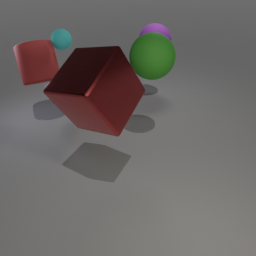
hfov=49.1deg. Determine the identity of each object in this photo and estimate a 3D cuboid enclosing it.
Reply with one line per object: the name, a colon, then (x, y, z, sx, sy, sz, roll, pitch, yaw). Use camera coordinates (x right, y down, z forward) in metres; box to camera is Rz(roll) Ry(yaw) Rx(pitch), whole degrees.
cylinder: (-3.316, -2.390, 10.322, 1.400, 1.400, 1.400, -11, 10, 2)
ball: (0.736, -2.167, 8.485, 1.400, 1.400, 1.400, 0, 30, 0)
ball: (1.148, -3.749, 12.019, 1.400, 1.400, 1.400, 0, 30, 0)
ball: (-2.292, -3.044, 9.634, 0.700, 0.700, 0.700, 0, 30, 0)
cube: (-0.710, -0.841, 6.349, 1.400, 1.400, 1.400, 10, 61, 38)
